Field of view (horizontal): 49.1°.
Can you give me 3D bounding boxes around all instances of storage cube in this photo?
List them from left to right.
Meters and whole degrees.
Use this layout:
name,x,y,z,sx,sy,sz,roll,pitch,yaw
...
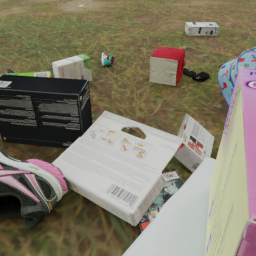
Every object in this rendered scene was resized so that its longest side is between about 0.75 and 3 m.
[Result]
name,x,y,z,sx,sy,sz,roll,pitch,yaw
storage cube,1.398,-2.214,9.980,1.160,0.992,1.043,13,38,18

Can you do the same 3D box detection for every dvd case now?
name,x,y,z,sx,sy,sz,roll,pitch,yaw
dvd case,0.718,1.529,5.457,1.206,0.182,1.652,-9,37,-13

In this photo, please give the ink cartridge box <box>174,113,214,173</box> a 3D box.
name,x,y,z,sx,sy,sz,roll,pitch,yaw
ink cartridge box,1.453,0.329,6.504,0.952,0.455,1.084,41,40,-6

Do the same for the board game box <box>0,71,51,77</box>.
name,x,y,z,sx,sy,sz,roll,pitch,yaw
board game box,-3.773,-1.290,9.076,2.480,0.372,1.185,-5,49,-11

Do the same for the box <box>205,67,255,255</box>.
name,x,y,z,sx,sy,sz,roll,pitch,yaw
box,0.984,0.519,1.882,0.723,1.315,1.495,9,36,13

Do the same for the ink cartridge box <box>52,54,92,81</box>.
name,x,y,z,sx,sy,sz,roll,pitch,yaw
ink cartridge box,-1.918,-1.943,9.686,1.221,0.884,0.513,-25,41,-30

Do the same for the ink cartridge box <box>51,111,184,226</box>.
name,x,y,z,sx,sy,sz,roll,pitch,yaw
ink cartridge box,-0.216,0.683,5.919,2.218,0.496,1.955,21,53,32

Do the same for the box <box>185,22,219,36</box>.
name,x,y,z,sx,sy,sz,roll,pitch,yaw
box,3.801,-5.132,14.504,1.557,0.468,0.908,1,36,2

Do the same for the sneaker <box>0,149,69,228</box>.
name,x,y,z,sx,sy,sz,roll,pitch,yaw
sneaker,-2.635,1.072,5.323,2.782,1.118,1.201,8,38,13

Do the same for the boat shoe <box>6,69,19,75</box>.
name,x,y,z,sx,sy,sz,roll,pitch,yaw
boat shoe,-3.976,-1.758,9.838,0.448,0.415,1.214,-21,41,-26

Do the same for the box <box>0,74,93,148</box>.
name,x,y,z,sx,sy,sz,roll,pitch,yaw
box,-2.088,-0.399,6.941,2.236,1.578,0.882,5,33,7

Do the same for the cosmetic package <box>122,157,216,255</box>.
name,x,y,z,sx,sy,sz,roll,pitch,yaw
cosmetic package,1.091,1.994,2.960,1.917,2.305,1.928,25,42,30

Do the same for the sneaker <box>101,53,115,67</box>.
name,x,y,z,sx,sy,sz,roll,pitch,yaw
sneaker,-0.797,-2.799,11.321,0.531,0.368,0.880,-6,44,0

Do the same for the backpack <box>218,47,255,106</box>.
name,x,y,z,sx,sy,sz,roll,pitch,yaw
backpack,3.878,-1.440,7.901,2.313,1.556,2.112,-9,72,-6

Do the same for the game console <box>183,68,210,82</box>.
name,x,y,z,sx,sy,sz,roll,pitch,yaw
game console,2.468,-2.016,10.453,0.642,0.131,1.088,-29,46,-34
